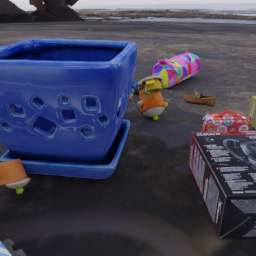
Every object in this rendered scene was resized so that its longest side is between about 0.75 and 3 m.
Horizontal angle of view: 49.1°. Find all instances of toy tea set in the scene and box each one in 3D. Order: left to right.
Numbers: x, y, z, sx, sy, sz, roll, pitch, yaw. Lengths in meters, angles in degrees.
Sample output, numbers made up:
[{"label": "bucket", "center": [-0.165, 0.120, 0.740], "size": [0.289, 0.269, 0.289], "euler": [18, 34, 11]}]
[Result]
[{"label": "toy tea set", "center": [-2.921, 1.204, 4.862], "size": [2.318, 0.858, 1.379], "euler": [-13, -2, -10]}, {"label": "toy tea set", "center": [-0.071, -0.599, 8.398], "size": [2.767, 1.024, 1.645], "euler": [-15, -11, 10]}]

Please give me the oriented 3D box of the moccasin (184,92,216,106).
[{"label": "moccasin", "center": [2.535, -1.077, 9.915], "size": [1.116, 0.431, 0.408], "euler": [15, 29, 29]}]

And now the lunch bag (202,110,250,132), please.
[{"label": "lunch bag", "center": [2.404, 0.020, 6.943], "size": [1.093, 0.963, 0.448], "euler": [1, 25, 2]}]

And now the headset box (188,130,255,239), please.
[{"label": "headset box", "center": [2.225, 0.837, 5.258], "size": [1.763, 0.915, 2.370], "euler": [-1, 24, -2]}]

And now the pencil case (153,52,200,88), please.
[{"label": "pencil case", "center": [2.157, -2.578, 12.206], "size": [1.239, 1.239, 2.804], "euler": [16, 28, 30]}]

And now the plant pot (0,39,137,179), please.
[{"label": "plant pot", "center": [-1.306, -0.498, 6.199], "size": [2.823, 2.538, 2.822], "euler": [3, 26, 7]}]

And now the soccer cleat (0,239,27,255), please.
[{"label": "soccer cleat", "center": [-2.217, 1.646, 3.783], "size": [2.020, 0.706, 0.872], "euler": [19, 31, 33]}]

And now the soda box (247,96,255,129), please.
[{"label": "soda box", "center": [4.836, -0.427, 8.055], "size": [2.445, 0.828, 0.783], "euler": [-1, 25, -2]}]

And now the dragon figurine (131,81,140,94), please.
[{"label": "dragon figurine", "center": [0.301, -1.586, 10.934], "size": [0.833, 0.493, 1.675], "euler": [-5, 25, -10]}]
